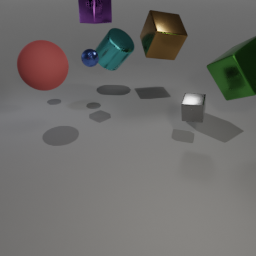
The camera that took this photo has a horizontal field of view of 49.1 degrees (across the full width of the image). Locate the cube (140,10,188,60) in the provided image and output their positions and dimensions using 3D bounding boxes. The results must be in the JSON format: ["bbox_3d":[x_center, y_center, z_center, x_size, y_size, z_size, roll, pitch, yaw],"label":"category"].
[{"bbox_3d":[1.473,-3.926,11.949,1.400,1.400,1.400,0,57,-19],"label":"cube"}]

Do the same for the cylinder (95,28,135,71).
[{"bbox_3d":[-0.644,-3.625,12.996,1.400,1.400,1.400,19,53,-28],"label":"cylinder"}]

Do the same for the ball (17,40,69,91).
[{"bbox_3d":[-2.402,-1.766,7.953,1.400,1.400,1.400,0,28,0],"label":"ball"}]

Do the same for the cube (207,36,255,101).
[{"bbox_3d":[3.693,-1.883,8.914,1.400,1.400,1.400,-35,8,-15],"label":"cube"}]

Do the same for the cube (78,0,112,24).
[{"bbox_3d":[-0.959,-3.448,8.199,0.700,0.700,0.700,21,31,39],"label":"cube"}]

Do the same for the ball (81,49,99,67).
[{"bbox_3d":[-1.484,-2.743,10.971,0.700,0.700,0.700,0,28,0],"label":"ball"}]

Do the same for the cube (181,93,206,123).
[{"bbox_3d":[2.203,-0.683,9.393,0.700,0.700,0.700,6,41,19],"label":"cube"}]
